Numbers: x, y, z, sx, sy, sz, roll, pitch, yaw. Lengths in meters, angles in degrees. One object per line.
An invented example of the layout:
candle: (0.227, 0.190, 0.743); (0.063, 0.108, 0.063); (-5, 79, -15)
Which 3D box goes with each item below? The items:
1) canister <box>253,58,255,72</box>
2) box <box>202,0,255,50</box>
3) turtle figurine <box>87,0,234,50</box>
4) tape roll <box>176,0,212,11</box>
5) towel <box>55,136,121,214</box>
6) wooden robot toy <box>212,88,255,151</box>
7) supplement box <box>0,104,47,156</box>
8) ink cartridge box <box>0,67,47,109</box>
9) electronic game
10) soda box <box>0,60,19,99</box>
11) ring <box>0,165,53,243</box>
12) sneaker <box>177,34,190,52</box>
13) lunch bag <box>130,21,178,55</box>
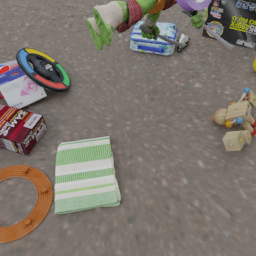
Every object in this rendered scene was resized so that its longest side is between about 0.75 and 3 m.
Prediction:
canister: (5.455, -1.722, 9.294); (1.606, 0.936, 2.162); (-10, 51, -8)
box: (4.205, -4.215, 10.868); (2.292, 1.836, 0.507); (23, 52, 18)
turtle figurine: (0.709, -2.254, 6.226); (2.794, 2.881, 2.073); (-25, 47, -11)
tape roll: (1.173, -2.466, 4.900); (0.764, 0.764, 0.251); (-29, 30, -23)
towel: (-1.089, 1.139, 7.254); (1.570, 0.241, 2.059); (-7, 50, -6)
wooden robot toy: (3.027, -0.167, 8.172); (1.106, 1.074, 2.438); (-10, 38, 41)
supplement box: (-3.533, -0.048, 8.019); (2.042, 0.622, 1.111); (14, 50, 12)
ink cartridge box: (-3.359, -1.289, 8.774); (1.181, 1.203, 0.260); (-30, 15, -16)
electronic game: (-2.726, -1.912, 9.157); (1.918, 0.399, 1.918); (35, 27, -21)
soda box: (-4.371, -1.457, 9.098); (2.449, 0.857, 0.776); (-21, 52, -18)
ring: (-2.860, 1.723, 6.761); (2.033, 0.195, 2.033); (0, 49, 0)
sneaker: (2.210, -3.361, 11.089); (0.425, 0.396, 1.072); (17, 50, 9)
lunch bag: (1.023, -3.552, 11.034); (1.802, 0.743, 1.448); (12, 53, 11)
